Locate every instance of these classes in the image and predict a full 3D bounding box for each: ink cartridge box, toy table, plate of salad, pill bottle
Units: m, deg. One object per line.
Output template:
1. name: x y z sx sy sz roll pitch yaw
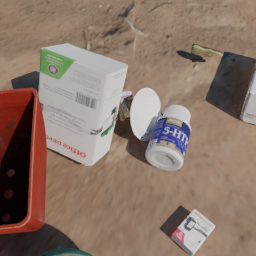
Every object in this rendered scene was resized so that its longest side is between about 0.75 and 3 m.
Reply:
1. ink cartridge box: 4.581 -1.252 8.060 1.952 1.137 2.696 17 55 19
2. toy table: -0.153 -0.555 7.573 0.988 1.075 0.629 -16 88 0
3. plate of salad: 0.449 -0.359 7.440 0.338 1.406 1.406 4 48 39
4. ink cartridge box: -1.190 -0.556 6.764 1.770 2.423 1.022 24 31 16
5. ink cartridge box: 1.403 2.236 6.036 0.569 0.332 0.787 38 62 25
6. pill bottle: 1.094 0.200 7.167 0.940 0.940 1.570 15 55 11

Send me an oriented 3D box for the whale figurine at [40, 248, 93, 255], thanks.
1. whale figurine: -1.501 3.256 4.450 2.928 1.519 2.329 -39 101 -14

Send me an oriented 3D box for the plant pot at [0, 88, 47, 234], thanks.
1. plant pot: -2.836 1.016 5.621 2.574 2.269 2.572 -6 60 -3

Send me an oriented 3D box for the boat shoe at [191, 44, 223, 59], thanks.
1. boat shoe: 2.579 -2.446 9.217 1.050 0.400 0.376 24 19 24
